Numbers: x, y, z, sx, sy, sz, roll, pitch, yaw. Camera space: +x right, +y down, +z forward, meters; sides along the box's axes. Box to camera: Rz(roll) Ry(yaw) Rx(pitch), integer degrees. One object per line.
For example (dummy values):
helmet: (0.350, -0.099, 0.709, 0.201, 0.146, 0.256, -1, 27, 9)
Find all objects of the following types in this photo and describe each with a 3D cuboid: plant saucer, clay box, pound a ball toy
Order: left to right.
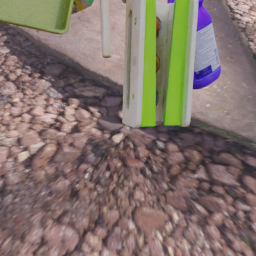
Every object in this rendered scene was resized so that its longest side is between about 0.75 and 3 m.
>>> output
plant saucer: (-1.236, -1.663, 3.246, 1.252, 0.300, 1.254, 9, 72, -11)
clay box: (-1.701, -3.935, 8.670, 1.169, 0.671, 0.278, 0, 63, 41)
pound a ball toy: (0.135, -1.128, 4.063, 1.428, 2.189, 0.930, -2, 9, -18)

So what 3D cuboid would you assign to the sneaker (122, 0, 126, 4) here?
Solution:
sneaker: (0.402, -4.169, 8.900, 0.855, 0.592, 1.527, 8, 29, 15)

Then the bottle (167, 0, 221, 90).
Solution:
bottle: (1.190, -1.814, 5.339, 0.875, 2.094, 0.684, -35, 29, -24)
